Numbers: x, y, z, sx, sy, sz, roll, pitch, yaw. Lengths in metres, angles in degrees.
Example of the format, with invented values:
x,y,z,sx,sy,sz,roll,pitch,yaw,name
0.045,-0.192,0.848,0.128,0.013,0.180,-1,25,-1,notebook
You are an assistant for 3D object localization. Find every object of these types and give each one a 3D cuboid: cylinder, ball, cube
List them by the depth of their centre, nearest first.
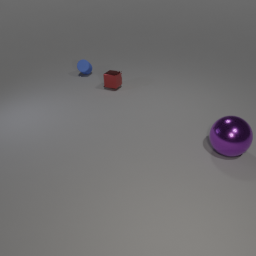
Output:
x,y,z,sx,sy,sz,roll,pitch,yaw,name
3.501,0.273,9.554,1.400,1.400,1.400,0,32,0,ball
-0.763,-2.477,14.213,0.700,0.700,0.700,12,32,22,cube
-2.426,-3.422,15.729,0.700,0.700,0.700,5,0,8,cylinder
